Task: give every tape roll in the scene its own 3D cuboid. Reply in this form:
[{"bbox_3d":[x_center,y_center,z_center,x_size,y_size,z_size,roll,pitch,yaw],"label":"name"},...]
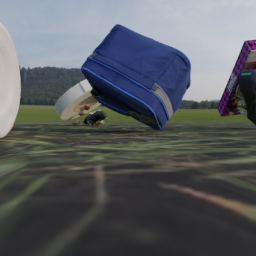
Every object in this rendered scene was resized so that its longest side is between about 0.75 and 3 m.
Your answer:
[{"bbox_3d":[-1.763,-1.279,11.887,2.816,0.515,2.816,-31,-8,-5],"label":"tape roll"}]

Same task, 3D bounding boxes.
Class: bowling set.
[{"bbox_3d":[-1.749,-0.566,12.009,1.353,0.942,0.726,-5,-2,-28],"label":"bowling set"}]

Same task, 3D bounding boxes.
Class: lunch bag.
[{"bbox_3d":[0.060,-1.032,6.123,2.274,1.504,1.545,30,-13,23],"label":"lunch bag"}]

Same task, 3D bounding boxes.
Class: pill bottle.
[{"bbox_3d":[-2.982,-0.627,3.561,2.739,1.558,1.558,1,2,-3],"label":"pill bottle"}]

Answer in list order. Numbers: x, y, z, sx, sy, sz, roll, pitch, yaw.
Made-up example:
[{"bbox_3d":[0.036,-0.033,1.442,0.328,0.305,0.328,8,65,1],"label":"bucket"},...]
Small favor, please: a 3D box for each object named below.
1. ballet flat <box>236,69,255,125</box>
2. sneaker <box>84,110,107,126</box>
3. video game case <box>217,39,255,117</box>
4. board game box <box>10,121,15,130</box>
[{"bbox_3d":[3.210,-0.749,7.274,0.780,0.780,2.134,1,-31,30],"label":"ballet flat"},{"bbox_3d":[-1.318,-0.351,10.994,0.620,0.456,1.371,-49,23,-27],"label":"sneaker"},{"bbox_3d":[3.880,-1.345,7.635,2.282,0.451,2.517,-7,-36,-6],"label":"video game case"},{"bbox_3d":[-3.694,-0.783,7.150,1.463,1.464,1.462,0,9,-19],"label":"board game box"}]
